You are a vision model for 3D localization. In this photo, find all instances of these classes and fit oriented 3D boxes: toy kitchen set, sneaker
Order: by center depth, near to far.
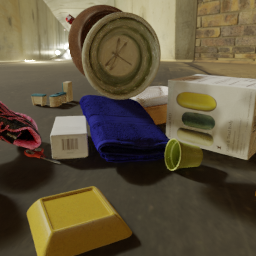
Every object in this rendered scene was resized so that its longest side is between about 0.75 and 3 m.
[{"bbox_3d":[-3.532,-0.097,7.767,2.719,1.074,1.297,27,9,-46],"label":"sneaker"},{"bbox_3d":[-3.872,-1.792,14.373,1.393,1.025,1.739,5,18,16],"label":"toy kitchen set"}]

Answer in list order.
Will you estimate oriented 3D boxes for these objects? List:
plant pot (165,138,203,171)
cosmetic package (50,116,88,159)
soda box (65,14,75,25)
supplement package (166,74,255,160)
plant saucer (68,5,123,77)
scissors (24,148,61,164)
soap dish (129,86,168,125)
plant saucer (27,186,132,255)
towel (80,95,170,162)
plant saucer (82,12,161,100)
[{"bbox_3d":[1.439,0.688,7.066,0.738,0.802,0.802,6,15,-20],"label":"plant pot"},{"bbox_3d":[-1.735,0.215,8.485,1.024,0.746,2.014,-2,16,-8],"label":"cosmetic package"},{"bbox_3d":[-2.166,-4.354,11.686,0.902,0.286,0.316,21,31,-51],"label":"soda box"},{"bbox_3d":[2.801,-0.507,8.641,2.604,1.976,1.962,14,22,38],"label":"supplement package"},{"bbox_3d":[-0.661,-2.929,9.787,2.790,2.790,0.481,-8,7,-23],"label":"plant saucer"},{"bbox_3d":[-2.379,0.808,7.676,0.529,0.101,1.446,-10,21,-37],"label":"scissors"},{"bbox_3d":[1.016,-0.925,11.361,2.879,1.169,2.265,-11,21,-33],"label":"soap dish"},{"bbox_3d":[-0.911,1.519,4.906,1.518,0.368,1.519,-9,20,-25],"label":"plant saucer"},{"bbox_3d":[-0.194,-0.036,8.302,2.175,0.730,2.946,4,29,-23],"label":"towel"},{"bbox_3d":[-0.186,-1.794,7.087,2.108,2.108,0.529,-8,23,-23],"label":"plant saucer"}]
